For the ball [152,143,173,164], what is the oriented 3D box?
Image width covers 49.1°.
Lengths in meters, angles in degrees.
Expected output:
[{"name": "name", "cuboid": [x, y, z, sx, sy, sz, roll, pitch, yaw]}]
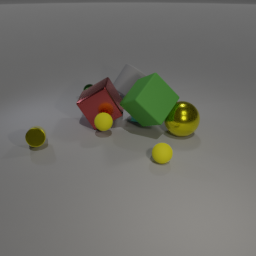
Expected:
[{"name": "ball", "cuboid": [1.154, 0.847, 9.444, 0.700, 0.700, 0.700, 0, 28, 0]}]

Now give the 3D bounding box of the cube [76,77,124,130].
[{"name": "cube", "cuboid": [-1.112, -1.050, 11.807, 1.400, 1.400, 1.400, -27, 24, 15]}]

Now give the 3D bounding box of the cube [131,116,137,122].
[{"name": "cube", "cuboid": [0.544, -0.667, 12.156, 0.700, 0.700, 0.700, 8, 16, 4]}]

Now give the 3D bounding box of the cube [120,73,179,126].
[{"name": "cube", "cuboid": [0.810, -1.044, 10.796, 1.400, 1.400, 1.400, -54, 20, -18]}]

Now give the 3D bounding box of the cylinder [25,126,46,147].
[{"name": "cylinder", "cuboid": [-3.383, 0.300, 10.316, 0.700, 0.700, 0.700, -7, 9, -13]}]

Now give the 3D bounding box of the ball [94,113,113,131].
[{"name": "ball", "cuboid": [-0.945, -0.241, 10.811, 0.700, 0.700, 0.700, 0, 28, 0]}]

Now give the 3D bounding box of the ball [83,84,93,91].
[{"name": "ball", "cuboid": [-1.992, -1.948, 14.647, 0.700, 0.700, 0.700, 0, 28, 0]}]

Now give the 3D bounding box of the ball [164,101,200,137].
[{"name": "ball", "cuboid": [2.114, -0.359, 11.021, 1.400, 1.400, 1.400, 0, 28, 0]}]

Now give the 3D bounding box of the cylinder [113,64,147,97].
[{"name": "cylinder", "cuboid": [0.121, -2.200, 13.805, 1.400, 1.400, 1.400, 33, 4, -2]}]
